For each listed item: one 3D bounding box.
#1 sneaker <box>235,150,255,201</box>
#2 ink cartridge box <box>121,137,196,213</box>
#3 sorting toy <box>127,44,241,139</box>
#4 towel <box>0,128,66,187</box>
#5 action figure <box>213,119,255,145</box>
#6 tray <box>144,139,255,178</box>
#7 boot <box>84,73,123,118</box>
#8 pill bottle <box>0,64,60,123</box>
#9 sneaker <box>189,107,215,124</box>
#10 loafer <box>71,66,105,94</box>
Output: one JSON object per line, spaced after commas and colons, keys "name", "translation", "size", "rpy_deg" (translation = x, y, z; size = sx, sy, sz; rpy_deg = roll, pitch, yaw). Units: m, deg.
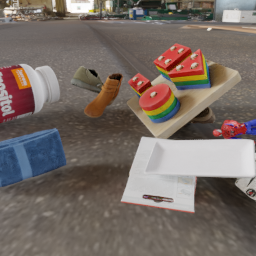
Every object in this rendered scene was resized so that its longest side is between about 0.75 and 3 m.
{"name": "sneaker", "translation": [2.646, 0.773, 5.912], "size": [0.808, 0.677, 1.827], "rpy_deg": [31, 32, 9]}
{"name": "ink cartridge box", "translation": [0.720, 1.013, 5.747], "size": [1.291, 0.597, 2.369], "rpy_deg": [6, 27, 11]}
{"name": "sorting toy", "translation": [1.326, -1.348, 8.558], "size": [2.823, 0.982, 2.806], "rpy_deg": [-38, 31, 1]}
{"name": "towel", "translation": [-2.206, 0.633, 6.080], "size": [1.679, 0.937, 0.407], "rpy_deg": [-16, 4, -30]}
{"name": "action figure", "translation": [3.358, 0.046, 7.412], "size": [2.077, 0.678, 1.028], "rpy_deg": [-9, 14, -1]}
{"name": "tray", "translation": [1.327, 0.597, 5.222], "size": [1.903, 0.211, 1.022], "rpy_deg": [-2, 32, 23]}
{"name": "boot", "translation": [-0.722, -1.045, 8.834], "size": [0.587, 1.188, 1.530], "rpy_deg": [41, 42, 13]}
{"name": "pill bottle", "translation": [-3.725, -1.069, 8.703], "size": [2.891, 1.633, 1.633], "rpy_deg": [-21, 33, -32]}
{"name": "sneaker", "translation": [1.818, -0.383, 8.773], "size": [1.840, 0.648, 0.695], "rpy_deg": [13, -16, 42]}
{"name": "loafer", "translation": [-1.161, -1.640, 9.822], "size": [0.805, 0.745, 2.140], "rpy_deg": [20, 5, 19]}
